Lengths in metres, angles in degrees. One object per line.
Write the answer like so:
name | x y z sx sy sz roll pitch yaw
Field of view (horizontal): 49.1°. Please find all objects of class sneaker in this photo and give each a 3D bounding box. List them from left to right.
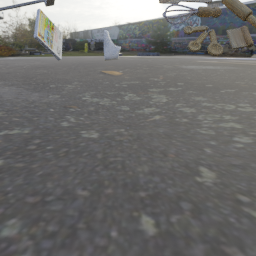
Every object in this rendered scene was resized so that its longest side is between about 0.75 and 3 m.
sneaker | -0.589 -3.077 10.429 0.642 1.111 0.409 -3 4 -3

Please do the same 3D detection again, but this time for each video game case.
video game case | -2.043 -2.412 7.265 0.118 1.030 0.938 -17 -32 20

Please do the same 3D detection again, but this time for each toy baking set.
toy baking set | 2.162 -3.055 7.574 2.145 0.325 2.794 -28 68 -13

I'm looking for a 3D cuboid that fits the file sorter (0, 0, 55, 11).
file sorter | -1.739 -2.529 3.339 1.427 1.590 2.291 -20 9 -16
